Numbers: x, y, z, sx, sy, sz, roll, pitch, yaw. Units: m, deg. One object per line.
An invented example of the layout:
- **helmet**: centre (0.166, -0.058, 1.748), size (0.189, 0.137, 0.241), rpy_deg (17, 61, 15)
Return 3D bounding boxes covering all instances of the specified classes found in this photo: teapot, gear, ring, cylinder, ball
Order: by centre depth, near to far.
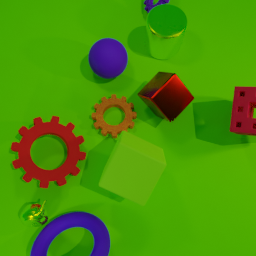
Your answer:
- **ring**: centre (-1.397, 2.899, 6.805), size (1.968, 0.394, 1.968), rpy_deg (-7, 37, 5)
- **teapot**: centre (-2.369, 2.184, 7.181), size (0.694, 1.117, 0.547), rpy_deg (25, 45, -30)
- **gear**: centre (-2.159, 0.652, 7.713), size (1.940, 0.359, 1.940), rpy_deg (4, 79, -19)
- **gear**: centre (-0.417, -0.362, 8.443), size (1.315, 0.243, 1.315), rpy_deg (0, 71, 0)
- **ball**: centre (-0.601, -2.106, 8.500), size (1.198, 1.198, 1.198), rpy_deg (0, 72, 0)
- **cylinder**: centre (1.151, -2.991, 8.813), size (1.218, 1.218, 1.218), rpy_deg (0, 72, 0)
- **gear**: centre (0.975, -4.333, 9.338), size (0.198, 1.070, 1.070), rpy_deg (13, 66, -40)

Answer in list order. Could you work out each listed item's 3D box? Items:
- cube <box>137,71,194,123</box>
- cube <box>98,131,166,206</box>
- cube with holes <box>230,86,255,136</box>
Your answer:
- **cube**: centre (1.060, -0.906, 7.968), size (0.980, 0.980, 0.980), rpy_deg (-46, 115, -4)
- **cube**: centre (0.118, 0.955, 6.986), size (1.207, 1.207, 1.207), rpy_deg (25, 103, -3)
- **cube with holes**: centre (3.466, -0.393, 7.399), size (1.178, 1.178, 1.178), rpy_deg (6, 89, 30)
